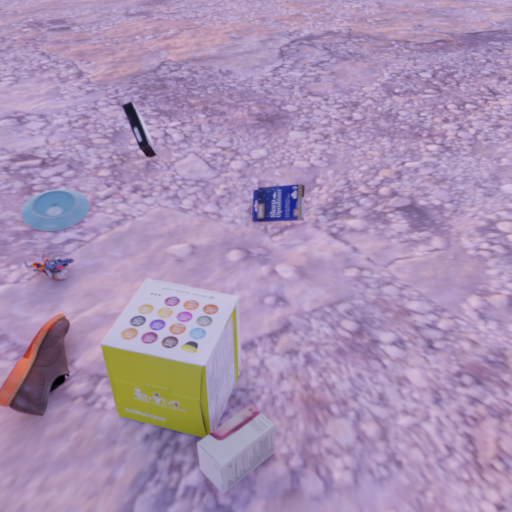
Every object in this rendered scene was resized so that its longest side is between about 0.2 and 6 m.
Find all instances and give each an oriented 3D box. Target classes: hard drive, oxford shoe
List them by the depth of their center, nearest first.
[{"bbox_3d":[-2.928,1.514,7.833,0.685,0.672,1.887,31,27,-13],"label":"oxford shoe"},{"bbox_3d":[-2.670,-2.875,12.947,0.282,1.042,1.492,-22,1,-4],"label":"hard drive"}]

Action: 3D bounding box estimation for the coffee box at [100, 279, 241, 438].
[{"bbox_3d":[-1.023,1.319,7.294,1.351,1.354,1.339,9,36,13],"label":"coffee box"}]

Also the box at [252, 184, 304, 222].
[{"bbox_3d":[0.384,-0.996,10.743,1.115,0.676,0.181,-1,-5,30],"label":"box"}]

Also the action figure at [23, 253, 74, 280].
[{"bbox_3d":[-3.574,0.213,9.850,0.727,0.393,0.751,25,16,21],"label":"action figure"}]

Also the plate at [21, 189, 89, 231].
[{"bbox_3d":[-4.103,-1.001,11.416,1.339,0.171,1.339,3,43,-2],"label":"plate"}]

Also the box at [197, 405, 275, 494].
[{"bbox_3d":[-0.224,2.277,6.652,0.849,0.543,0.463,-28,44,-33],"label":"box"}]
